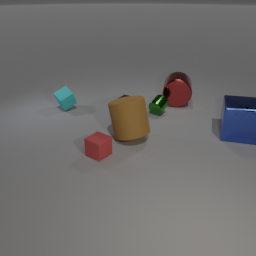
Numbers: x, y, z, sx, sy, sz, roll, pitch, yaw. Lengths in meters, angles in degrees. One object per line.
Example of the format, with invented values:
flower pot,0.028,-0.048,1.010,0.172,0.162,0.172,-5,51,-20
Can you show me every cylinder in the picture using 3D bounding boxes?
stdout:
cylinder,2.466,-1.938,13.962,1.400,1.400,1.400,5,28,9
cylinder,1.403,-1.063,12.876,0.700,0.700,0.700,18,50,31
cylinder,0.052,-0.401,10.635,1.400,1.400,1.400,-10,15,3

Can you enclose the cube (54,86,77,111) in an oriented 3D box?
cube,-2.938,-1.396,13.160,0.700,0.700,0.700,-36,57,-16

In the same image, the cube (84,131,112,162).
cube,-1.028,0.634,9.798,0.700,0.700,0.700,19,32,31

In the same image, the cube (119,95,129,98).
cube,-0.054,-1.078,13.094,0.700,0.700,0.700,15,31,27

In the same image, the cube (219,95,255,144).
cube,4.395,-0.355,10.918,1.400,1.400,1.400,6,28,13
